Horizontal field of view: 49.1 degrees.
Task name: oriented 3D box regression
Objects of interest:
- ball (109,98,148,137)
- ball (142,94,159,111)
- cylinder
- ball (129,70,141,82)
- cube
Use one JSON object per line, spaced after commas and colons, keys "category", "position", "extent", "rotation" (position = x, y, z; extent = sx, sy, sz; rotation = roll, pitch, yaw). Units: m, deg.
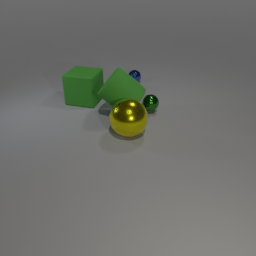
{"category": "ball", "position": [0.022, -0.365, 10.116], "extent": [1.400, 1.400, 1.400], "rotation": [0, 30, 0]}
{"category": "ball", "position": [0.954, -1.067, 11.790], "extent": [0.700, 0.700, 0.700], "rotation": [0, 30, 0]}
{"category": "cylinder", "position": [-0.252, -1.452, 11.169], "extent": [1.400, 1.400, 1.400], "rotation": [37, 29, -13]}
{"category": "ball", "position": [0.345, -2.723, 14.822], "extent": [0.700, 0.700, 0.700], "rotation": [0, 30, 0]}
{"category": "cube", "position": [-1.987, -1.889, 12.691], "extent": [1.400, 1.400, 1.400], "rotation": [8, 31, 14]}
